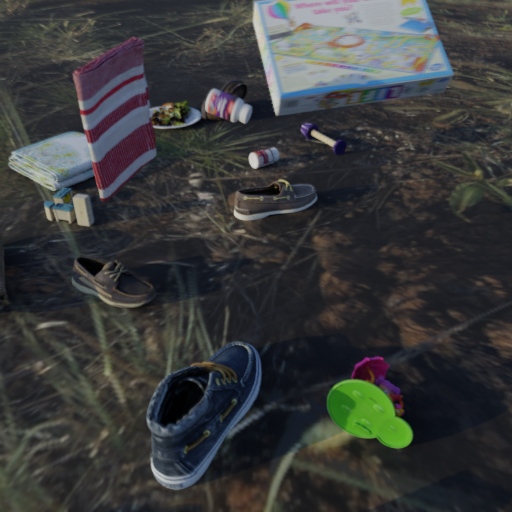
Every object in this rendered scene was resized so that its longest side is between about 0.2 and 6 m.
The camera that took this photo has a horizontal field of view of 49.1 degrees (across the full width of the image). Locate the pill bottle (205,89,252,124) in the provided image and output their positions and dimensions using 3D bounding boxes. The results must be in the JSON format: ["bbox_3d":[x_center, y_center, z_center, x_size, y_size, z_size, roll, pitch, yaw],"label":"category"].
[{"bbox_3d":[-0.681,-3.744,14.145,1.084,0.604,0.604,23,38,8],"label":"pill bottle"}]

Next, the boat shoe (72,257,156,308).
[{"bbox_3d":[-2.760,0.462,10.608,1.825,0.669,0.680,12,36,18],"label":"boat shoe"}]

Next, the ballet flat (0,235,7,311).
[{"bbox_3d":[-5.278,0.304,10.974,0.984,0.677,2.920,-40,37,-4],"label":"ballet flat"}]

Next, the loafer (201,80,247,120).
[{"bbox_3d":[-0.894,-5.166,18.984,0.877,0.903,2.471,22,47,18],"label":"loafer"}]

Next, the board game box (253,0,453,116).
[{"bbox_3d":[1.920,-4.277,11.492,3.571,0.611,2.400,-9,72,-7],"label":"board game box"}]

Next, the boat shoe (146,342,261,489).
[{"bbox_3d":[-0.625,1.871,7.995,0.958,1.229,2.708,12,36,17],"label":"boat shoe"}]

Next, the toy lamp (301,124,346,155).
[{"bbox_3d":[1.968,-3.528,16.763,0.515,0.515,1.770,-19,41,-26],"label":"toy lamp"}]

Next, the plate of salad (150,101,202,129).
[{"bbox_3d":[-2.851,-4.680,18.451,2.098,0.504,2.098,1,34,0],"label":"plate of salad"}]

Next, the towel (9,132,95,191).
[{"bbox_3d":[-5.141,-2.648,15.371,2.126,0.598,2.484,26,41,29],"label":"towel"}]

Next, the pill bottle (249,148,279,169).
[{"bbox_3d":[0.230,-2.732,15.581,0.780,0.446,0.446,-22,40,-29],"label":"pill bottle"}]

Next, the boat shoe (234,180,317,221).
[{"bbox_3d":[0.502,-1.437,13.458,2.201,0.655,0.791,-14,36,-20],"label":"boat shoe"}]

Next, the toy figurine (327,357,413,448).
[{"bbox_3d":[1.804,2.025,8.284,1.284,0.964,1.182,33,31,8],"label":"toy figurine"}]

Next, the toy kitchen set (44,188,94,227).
[{"bbox_3d":[-4.284,-1.311,13.217,1.220,0.719,0.977,9,35,13],"label":"toy kitchen set"}]

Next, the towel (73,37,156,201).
[{"bbox_3d":[-2.224,-2.211,9.183,0.256,2.253,1.623,17,44,17],"label":"towel"}]
